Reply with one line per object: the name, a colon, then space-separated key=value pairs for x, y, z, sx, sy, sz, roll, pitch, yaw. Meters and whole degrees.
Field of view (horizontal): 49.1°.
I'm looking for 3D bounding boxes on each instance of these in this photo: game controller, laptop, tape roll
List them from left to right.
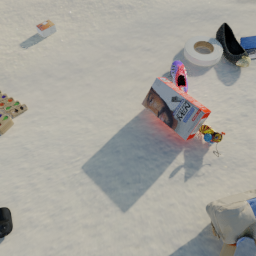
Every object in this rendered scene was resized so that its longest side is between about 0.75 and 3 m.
game controller: x=-4.434 y=3.058 z=8.412 sx=1.850 sy=0.390 sz=0.965 roll=-19 pitch=44 yaw=-13
tape roll: x=3.440 y=-3.557 z=12.807 sx=1.758 sy=0.321 sz=1.758 roll=0 pitch=56 yaw=1
laptop: x=5.615 y=-3.656 z=12.743 sx=0.868 sy=0.537 sz=0.927 roll=-9 pitch=57 yaw=-5

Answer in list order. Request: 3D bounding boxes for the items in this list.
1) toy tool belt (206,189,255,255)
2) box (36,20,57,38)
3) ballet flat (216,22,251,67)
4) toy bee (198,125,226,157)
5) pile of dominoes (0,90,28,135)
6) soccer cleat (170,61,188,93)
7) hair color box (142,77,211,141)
toy tool belt: x=3.711 y=2.696 z=8.096 sx=2.643 sy=1.650 sz=1.624 roll=-14 pitch=89 yaw=-6
box: x=-3.963 y=-4.827 z=13.605 sx=0.760 sy=0.404 sz=0.579 roll=-37 pitch=63 yaw=-22
ballet flat: x=4.712 y=-3.727 z=12.660 sx=0.870 sy=0.744 sz=2.618 roll=-15 pitch=57 yaw=-10
toy bee: x=3.111 y=0.289 z=9.999 sx=1.294 sy=0.703 sz=0.847 roll=52 pitch=27 yaw=19
pile of dominoes: x=-5.616 y=-0.764 z=10.860 sx=2.812 sy=0.448 sz=2.192 roll=28 pitch=61 yaw=17
soccer cleat: x=2.167 y=-2.149 z=11.593 sx=0.709 sy=0.761 sz=2.079 roll=2 pitch=56 yaw=1
hair color box: x=1.721 y=-0.743 z=10.286 sx=2.253 sy=1.250 sz=0.720 roll=42 pitch=28 yaw=25
